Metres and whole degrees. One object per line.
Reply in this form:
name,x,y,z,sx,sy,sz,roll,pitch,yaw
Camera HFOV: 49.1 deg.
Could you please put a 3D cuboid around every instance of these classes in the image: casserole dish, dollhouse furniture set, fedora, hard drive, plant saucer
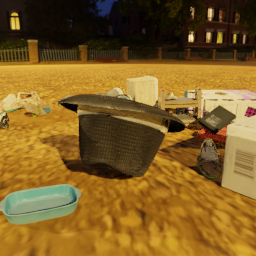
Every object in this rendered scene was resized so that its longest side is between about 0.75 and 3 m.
casserole dish,-1.530,1.357,4.984,1.398,0.271,0.847,-5,17,-20
dollhouse furniture set,1.918,-0.939,10.778,1.414,1.406,2.006,-1,16,3
fedora,-0.191,0.270,5.995,2.960,1.352,2.960,11,-6,1
hard drive,2.999,-0.297,9.408,1.053,0.173,0.735,-34,52,-18
plant saucer,2.997,0.179,9.122,1.138,0.209,1.140,9,19,31

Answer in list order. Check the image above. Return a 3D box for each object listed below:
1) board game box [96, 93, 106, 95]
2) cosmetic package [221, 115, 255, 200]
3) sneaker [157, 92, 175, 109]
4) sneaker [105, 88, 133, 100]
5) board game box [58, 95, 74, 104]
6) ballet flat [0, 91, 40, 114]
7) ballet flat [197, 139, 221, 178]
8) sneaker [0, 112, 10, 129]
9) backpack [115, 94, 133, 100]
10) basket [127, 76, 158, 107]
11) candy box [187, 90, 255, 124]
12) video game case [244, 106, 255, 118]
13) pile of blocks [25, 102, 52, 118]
board game box,-1.596,-1.648,15.338,1.110,0.284,1.639,8,18,27
cosmetic package,3.174,0.443,6.118,2.526,1.425,1.025,-16,23,-38
sneaker,1.798,-1.290,13.288,0.801,0.731,1.979,-6,7,6
sneaker,-0.626,-1.137,12.344,1.104,1.029,2.785,-10,19,-18
board game box,-3.141,-1.552,15.199,0.923,0.207,1.762,2,16,-1
ballet flat,-5.216,-1.273,13.185,0.917,0.775,2.425,8,18,30
ballet flat,1.974,0.629,6.892,0.544,0.604,1.605,2,16,13
sneaker,-4.672,-0.206,10.224,0.535,0.493,1.339,-19,16,-14
backpack,-0.194,-0.336,9.009,1.606,1.310,1.235,52,5,36
basket,0.687,-1.761,13.686,1.164,1.447,1.434,-7,17,-16
candy box,4.095,-0.923,11.523,2.791,0.999,2.341,-1,17,-4
video game case,5.102,-0.010,8.434,2.110,0.417,2.327,14,11,-18
pile of blocks,-3.796,-0.702,11.964,0.507,0.670,1.631,-40,-7,18
